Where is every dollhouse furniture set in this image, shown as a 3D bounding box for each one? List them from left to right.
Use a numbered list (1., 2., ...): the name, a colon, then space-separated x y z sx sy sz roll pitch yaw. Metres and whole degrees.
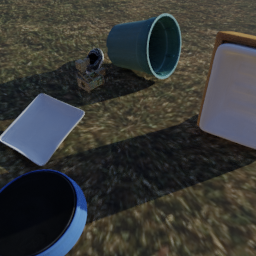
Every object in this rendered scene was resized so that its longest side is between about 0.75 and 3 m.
1. dollhouse furniture set: -1.159 -2.053 10.012 0.673 1.070 1.210 33 52 29

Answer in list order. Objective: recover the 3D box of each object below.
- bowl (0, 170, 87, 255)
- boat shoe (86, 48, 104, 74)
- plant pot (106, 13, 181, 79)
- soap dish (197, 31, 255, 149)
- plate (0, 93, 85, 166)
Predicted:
1. bowl: -1.908 1.750 5.654 2.117 0.416 2.117 -7 45 7
2. boat shoe: -1.364 -2.822 11.228 0.635 0.600 1.769 6 46 4
3. plant pot: 0.502 -3.046 10.490 2.169 2.214 2.214 14 40 38
4. soap dish: 3.179 -0.922 7.163 2.306 2.931 1.191 20 47 21
5. plate: -2.359 0.009 7.790 1.861 0.302 1.865 23 65 28
